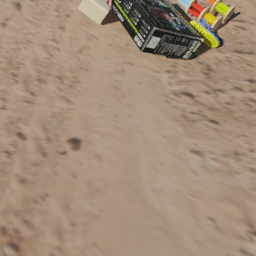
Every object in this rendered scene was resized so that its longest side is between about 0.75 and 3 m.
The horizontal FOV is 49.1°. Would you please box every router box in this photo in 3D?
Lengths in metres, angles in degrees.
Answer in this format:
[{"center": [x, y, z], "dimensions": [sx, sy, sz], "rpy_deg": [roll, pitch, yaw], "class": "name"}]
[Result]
[{"center": [0.853, -3.614, 9.378], "dimensions": [2.186, 0.906, 2.917], "rpy_deg": [-3, 51, -36], "class": "router box"}]

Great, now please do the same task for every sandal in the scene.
[{"center": [2.742, -3.357, 9.754], "dimensions": [1.270, 0.505, 0.553], "rpy_deg": [44, 67, -5], "class": "sandal"}]

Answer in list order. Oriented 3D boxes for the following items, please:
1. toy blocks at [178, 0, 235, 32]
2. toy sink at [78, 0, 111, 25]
[{"center": [2.930, -4.610, 10.600], "dimensions": [1.774, 0.644, 1.479], "rpy_deg": [43, 66, 14], "class": "toy blocks"}, {"center": [-1.059, -4.812, 10.519], "dimensions": [0.969, 0.832, 1.486], "rpy_deg": [32, 57, -18], "class": "toy sink"}]
